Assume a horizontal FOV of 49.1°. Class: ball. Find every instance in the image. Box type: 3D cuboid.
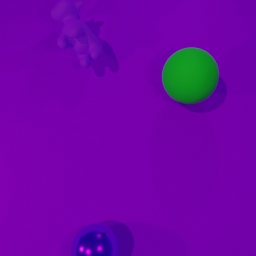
[{"bbox_3d":[-0.705,2.632,6.087,1.056,1.056,1.056,0,74,0],"label":"ball"},{"bbox_3d":[1.473,-1.230,6.663,1.308,1.308,1.308,0,74,0],"label":"ball"}]

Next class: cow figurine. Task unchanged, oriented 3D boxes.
[{"bbox_3d":[-1.299,-2.514,7.320,0.890,1.621,1.595,-32,33,27],"label":"cow figurine"}]
